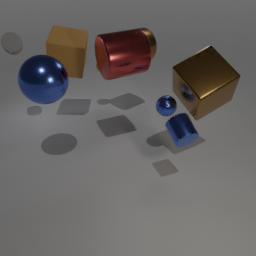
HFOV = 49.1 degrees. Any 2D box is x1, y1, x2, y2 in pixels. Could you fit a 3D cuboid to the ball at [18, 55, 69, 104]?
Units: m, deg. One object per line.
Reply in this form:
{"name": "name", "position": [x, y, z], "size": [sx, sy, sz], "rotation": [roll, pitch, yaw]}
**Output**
{"name": "ball", "position": [-2.400, -1.374, 7.992], "size": [1.400, 1.400, 1.400], "rotation": [0, 30, 0]}

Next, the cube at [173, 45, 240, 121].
{"name": "cube", "position": [2.332, -1.359, 8.662], "size": [1.400, 1.400, 1.400], "rotation": [-30, 65, -5]}

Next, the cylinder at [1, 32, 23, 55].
{"name": "cylinder", "position": [-4.199, -3.055, 10.173], "size": [0.700, 0.700, 0.700], "rotation": [-10, 10, -17]}

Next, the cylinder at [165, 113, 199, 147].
{"name": "cylinder", "position": [1.481, 0.063, 7.714], "size": [0.700, 0.700, 0.700], "rotation": [-13, 61, -21]}

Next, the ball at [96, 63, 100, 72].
{"name": "ball", "position": [-1.049, -2.760, 12.314], "size": [0.700, 0.700, 0.700], "rotation": [0, 30, 0]}

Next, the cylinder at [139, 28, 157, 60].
{"name": "cylinder", "position": [0.225, -3.323, 11.574], "size": [1.400, 1.400, 1.400], "rotation": [-25, 38, -36]}

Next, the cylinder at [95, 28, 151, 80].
{"name": "cylinder", "position": [-0.186, -2.336, 8.886], "size": [1.400, 1.400, 1.400], "rotation": [-16, 33, -18]}

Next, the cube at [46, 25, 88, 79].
{"name": "cube", "position": [-2.377, -2.987, 11.017], "size": [1.400, 1.400, 1.400], "rotation": [7, 45, -8]}

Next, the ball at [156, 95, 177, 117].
{"name": "ball", "position": [1.266, -0.729, 9.238], "size": [0.700, 0.700, 0.700], "rotation": [0, 30, 0]}
